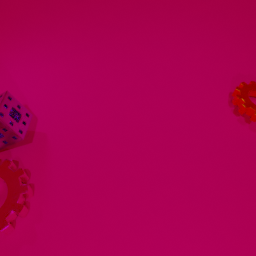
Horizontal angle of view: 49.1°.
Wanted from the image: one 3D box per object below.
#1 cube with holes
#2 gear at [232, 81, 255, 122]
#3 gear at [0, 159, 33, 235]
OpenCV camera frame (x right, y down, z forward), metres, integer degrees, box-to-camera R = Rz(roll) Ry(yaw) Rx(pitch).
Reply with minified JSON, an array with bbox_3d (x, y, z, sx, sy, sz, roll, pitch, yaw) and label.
[{"bbox_3d":[-3.249,-0.164,7.204,0.953,0.953,0.953,-22,39,19],"label":"cube with holes"},{"bbox_3d":[3.835,-0.757,8.179,1.537,0.284,1.537,6,49,-7],"label":"gear"},{"bbox_3d":[-3.249,1.638,6.532,1.910,0.353,1.910,-1,56,1],"label":"gear"}]
